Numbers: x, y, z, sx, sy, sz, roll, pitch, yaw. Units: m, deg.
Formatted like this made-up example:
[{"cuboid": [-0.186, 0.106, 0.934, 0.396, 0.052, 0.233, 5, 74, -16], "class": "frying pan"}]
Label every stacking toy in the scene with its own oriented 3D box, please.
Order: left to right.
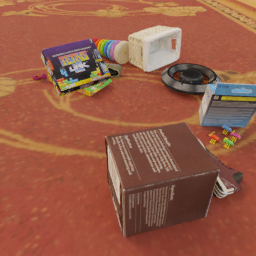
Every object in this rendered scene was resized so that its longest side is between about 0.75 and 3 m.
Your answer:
[{"cuboid": [-1.094, -4.233, 14.767, 1.165, 1.165, 2.729, -31, 43, -34], "class": "stacking toy"}]

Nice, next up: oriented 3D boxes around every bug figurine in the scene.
[{"cuboid": [3.341, 0.257, 9.574, 1.111, 0.286, 0.861, -30, 47, -33], "class": "bug figurine"}]

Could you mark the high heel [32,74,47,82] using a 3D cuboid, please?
[{"cuboid": [-4.078, -2.396, 12.876, 0.843, 0.405, 0.284, 12, 40, 15], "class": "high heel"}]

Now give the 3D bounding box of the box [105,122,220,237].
[{"cuboid": [0.705, 1.239, 7.043, 2.231, 1.832, 1.851, -9, 39, -11], "class": "box"}]

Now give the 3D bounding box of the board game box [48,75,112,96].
[{"cuboid": [-2.144, -2.158, 12.603, 2.741, 0.411, 1.309, 21, 43, 28], "class": "board game box"}]

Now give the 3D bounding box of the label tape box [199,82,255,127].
[{"cuboid": [3.455, -0.935, 9.392, 1.662, 2.320, 0.767, 2, 57, 2], "class": "label tape box"}]

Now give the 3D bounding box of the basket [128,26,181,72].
[{"cuboid": [1.304, -4.065, 14.022, 2.441, 1.655, 1.506, -29, 44, -32], "class": "basket"}]

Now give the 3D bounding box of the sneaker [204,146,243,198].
[{"cuboid": [2.695, 1.197, 8.177, 1.023, 0.670, 1.771, -5, 48, -14], "class": "sneaker"}]

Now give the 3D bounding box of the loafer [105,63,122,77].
[{"cuboid": [-1.120, -2.715, 13.094, 1.701, 0.640, 0.593, 0, 34, -1], "class": "loafer"}]

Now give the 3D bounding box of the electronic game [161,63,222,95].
[{"cuboid": [2.801, -2.206, 12.496, 2.658, 0.553, 2.658, 1, 37, 0], "class": "electronic game"}]

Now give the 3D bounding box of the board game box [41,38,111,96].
[{"cuboid": [-1.620, -1.942, 8.817, 1.737, 0.493, 1.436, -24, 85, -27], "class": "board game box"}]
